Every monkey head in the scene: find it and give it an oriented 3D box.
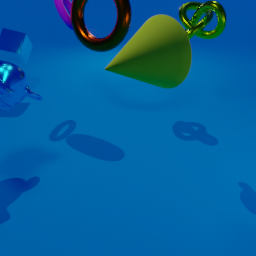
[{"bbox_3d":[-2.383,-0.906,5.566,1.081,1.503,0.906,-5,44,51],"label":"monkey head"}]

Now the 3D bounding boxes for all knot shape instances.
[{"bbox_3d":[1.948,-3.037,7.839,1.503,0.694,1.406,-26,55,32],"label":"knot shape"}]

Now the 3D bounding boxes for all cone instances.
[{"bbox_3d":[0.107,-0.886,3.685,1.032,1.028,1.028,-24,38,-34],"label":"cone"}]

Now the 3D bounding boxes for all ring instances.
[{"bbox_3d":[-1.690,-3.254,7.844,0.219,1.096,1.096,-22,27,16],"label":"ring"},{"bbox_3d":[-0.719,-2.856,7.121,1.794,1.794,0.359,16,23,25],"label":"ring"}]

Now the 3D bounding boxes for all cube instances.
[{"bbox_3d":[-3.646,-2.613,9.024,0.763,0.763,0.763,12,-13,0],"label":"cube"}]
